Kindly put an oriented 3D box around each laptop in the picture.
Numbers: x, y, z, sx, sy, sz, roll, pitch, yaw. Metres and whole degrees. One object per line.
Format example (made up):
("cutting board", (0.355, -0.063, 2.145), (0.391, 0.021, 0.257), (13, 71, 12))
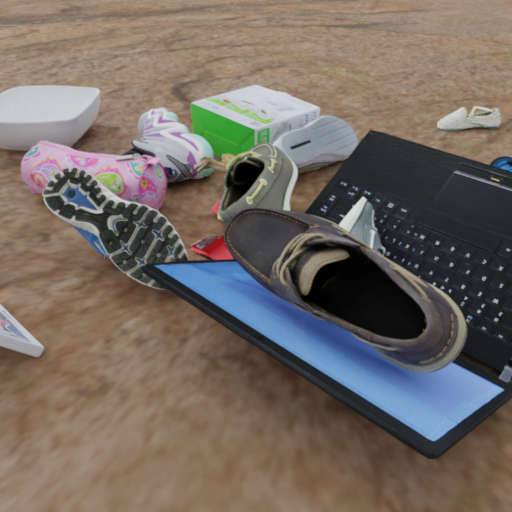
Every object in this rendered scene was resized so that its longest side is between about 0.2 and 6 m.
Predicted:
("laptop", (1.656, -0.215, 6.842), (3.896, 2.270, 4.396), (28, 72, 34))

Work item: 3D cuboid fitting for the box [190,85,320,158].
("box", (-0.024, -2.808, 12.028), (1.872, 1.026, 2.121), (-27, 42, -34))

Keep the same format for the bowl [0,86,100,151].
("bowl", (-4.789, -3.037, 12.528), (2.347, 0.876, 2.344), (3, 34, 3))

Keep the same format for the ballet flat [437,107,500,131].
("ballet flat", (5.014, -3.269, 13.217), (1.535, 0.551, 0.551), (-4, 34, -5))

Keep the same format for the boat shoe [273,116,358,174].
("boat shoe", (1.054, -2.162, 11.218), (2.664, 0.959, 0.826), (-22, -5, -45))

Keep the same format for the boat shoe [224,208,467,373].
("boat shoe", (0.773, 0.127, 5.910), (2.968, 1.088, 1.106), (27, 85, 31))

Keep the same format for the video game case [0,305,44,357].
("video game case", (-3.437, 0.647, 6.665), (1.363, 1.496, 0.172), (28, 84, 36))

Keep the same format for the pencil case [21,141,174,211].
("pencil case", (-2.814, -1.402, 9.901), (2.527, 1.105, 1.105), (10, 35, 17))

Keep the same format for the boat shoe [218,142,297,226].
("boat shoe", (-0.007, -1.136, 8.692), (1.033, 0.864, 2.891), (-28, 29, 22))

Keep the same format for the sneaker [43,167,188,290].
("sneaker", (-1.911, -0.339, 8.198), (2.471, 1.102, 0.971), (37, 81, 16))

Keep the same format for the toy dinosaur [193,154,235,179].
("toy dinosaur", (-0.217, -1.490, 10.178), (1.907, 0.555, 0.964), (-1, 52, -50))

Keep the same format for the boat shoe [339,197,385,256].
("boat shoe", (1.312, -0.004, 7.426), (0.679, 0.800, 2.198), (32, 39, -2))

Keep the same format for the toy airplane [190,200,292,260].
("toy airplane", (-0.222, -0.403, 8.949), (1.971, 0.363, 1.971), (-7, 29, 4))

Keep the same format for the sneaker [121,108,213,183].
("sneaker", (-2.200, -2.141, 11.074), (1.780, 0.989, 2.545), (-22, 39, -30))

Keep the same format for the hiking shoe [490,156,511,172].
("hiking shoe", (4.712, -1.048, 9.069), (1.184, 1.380, 3.182), (-1, 34, -2))
